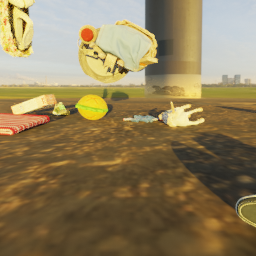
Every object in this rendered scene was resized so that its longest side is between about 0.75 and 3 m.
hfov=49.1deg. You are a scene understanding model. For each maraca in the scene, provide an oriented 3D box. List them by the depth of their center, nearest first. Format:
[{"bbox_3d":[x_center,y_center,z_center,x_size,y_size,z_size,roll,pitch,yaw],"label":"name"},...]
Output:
[{"bbox_3d":[-1.348,-0.759,10.440,1.196,0.933,1.745,8,8,-1],"label":"maraca"}]

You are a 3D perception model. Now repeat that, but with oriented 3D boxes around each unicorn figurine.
[{"bbox_3d":[1.607,-0.365,8.751,1.409,0.758,2.052,-13,-3,-19],"label":"unicorn figurine"}]

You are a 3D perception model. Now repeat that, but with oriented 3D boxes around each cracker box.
[{"bbox_3d":[-4.215,-1.035,12.650,1.658,0.478,1.111,-18,5,9],"label":"cracker box"}]

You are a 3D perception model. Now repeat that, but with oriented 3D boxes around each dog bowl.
[{"bbox_3d":[-0.892,-2.999,11.781,2.317,2.317,0.679,0,4,2],"label":"dog bowl"}]

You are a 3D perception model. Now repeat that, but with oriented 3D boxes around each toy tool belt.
[{"bbox_3d":[-0.419,-2.979,10.037,2.995,1.870,1.841,19,17,-7],"label":"toy tool belt"}]

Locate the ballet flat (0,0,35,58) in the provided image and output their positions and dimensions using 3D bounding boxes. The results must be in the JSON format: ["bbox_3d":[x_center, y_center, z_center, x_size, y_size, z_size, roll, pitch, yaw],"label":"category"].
[{"bbox_3d":[-2.893,-3.154,7.461,0.927,2.900,1.097,32,47,15],"label":"ballet flat"}]

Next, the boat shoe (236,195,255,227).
[{"bbox_3d":[1.164,0.665,2.008,0.757,0.286,0.228,3,2,28],"label":"boat shoe"}]

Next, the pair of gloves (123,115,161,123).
[{"bbox_3d":[0.561,-0.350,10.305,1.199,0.170,1.492,5,8,35],"label":"pair of gloves"}]

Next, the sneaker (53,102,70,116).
[{"bbox_3d":[-3.028,-0.859,12.572,0.507,0.584,1.318,-6,9,-39],"label":"sneaker"}]

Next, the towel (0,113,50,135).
[{"bbox_3d":[-3.600,-0.125,8.097,1.919,0.298,2.654,3,9,3],"label":"towel"}]
